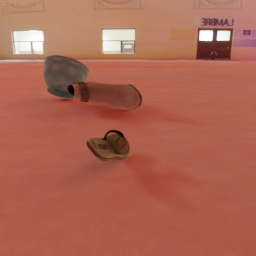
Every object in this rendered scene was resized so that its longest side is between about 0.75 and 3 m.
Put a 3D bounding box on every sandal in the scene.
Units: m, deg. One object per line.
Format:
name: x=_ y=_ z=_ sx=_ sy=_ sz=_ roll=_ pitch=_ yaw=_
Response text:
sandal: x=-0.292 y=0.323 z=6.034 sx=0.692 sy=0.497 sz=1.742 roll=39 pitch=11 yaw=11

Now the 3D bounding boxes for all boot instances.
boot: x=-1.064 y=-1.270 z=10.781 sx=2.127 sy=1.022 sz=2.909 roll=0 pitch=10 yaw=-29

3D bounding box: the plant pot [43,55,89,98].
plant pot: x=-3.009 y=-2.250 z=13.137 sx=2.124 sy=1.423 sz=2.124 roll=10 pitch=-13 yaw=2
